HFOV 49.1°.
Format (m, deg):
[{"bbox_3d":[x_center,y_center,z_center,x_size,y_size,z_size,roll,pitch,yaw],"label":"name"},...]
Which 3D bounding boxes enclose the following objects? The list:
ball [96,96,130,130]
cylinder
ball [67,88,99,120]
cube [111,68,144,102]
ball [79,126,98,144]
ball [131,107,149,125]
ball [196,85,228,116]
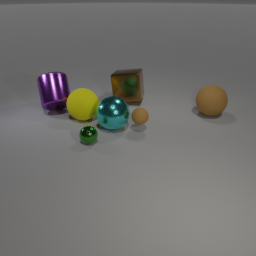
[{"bbox_3d":[-0.620,-0.611,11.501,1.400,1.400,1.400,0,28,0],"label":"ball"},{"bbox_3d":[-3.410,-1.690,13.032,1.400,1.400,1.400,-13,-10,-2],"label":"cylinder"},{"bbox_3d":[-1.983,-1.040,12.315,1.400,1.400,1.400,0,28,0],"label":"ball"},{"bbox_3d":[0.013,-2.180,14.218,1.400,1.400,1.400,-2,21,11],"label":"cube"},{"bbox_3d":[-1.494,0.259,10.600,0.700,0.700,0.700,0,28,0],"label":"ball"},{"bbox_3d":[0.488,-0.478,11.271,0.700,0.700,0.700,0,28,0],"label":"ball"},{"bbox_3d":[3.782,-1.246,12.681,1.400,1.400,1.400,0,28,0],"label":"ball"}]
